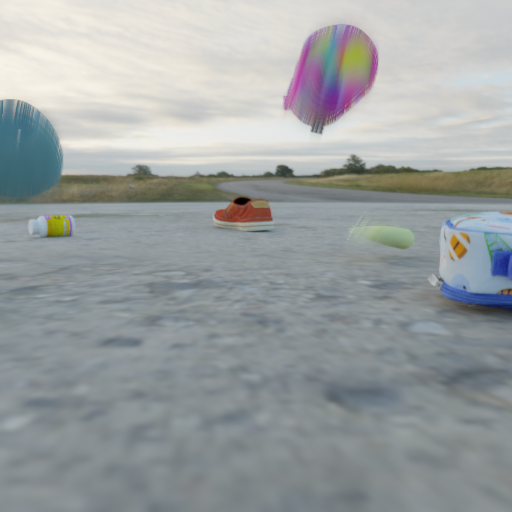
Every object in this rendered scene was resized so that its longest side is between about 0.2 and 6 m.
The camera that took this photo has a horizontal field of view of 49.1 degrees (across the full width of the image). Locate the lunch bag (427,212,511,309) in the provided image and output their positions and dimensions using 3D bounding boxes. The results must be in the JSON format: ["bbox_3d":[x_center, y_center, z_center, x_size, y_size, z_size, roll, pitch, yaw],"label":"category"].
[{"bbox_3d":[2.587,0.075,4.852,2.097,0.792,1.680,3,9,16],"label":"lunch bag"}]

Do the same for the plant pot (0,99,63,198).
[{"bbox_3d":[-3.198,-1.542,7.382,1.295,1.295,0.872,-3,-32,-26],"label":"plant pot"}]

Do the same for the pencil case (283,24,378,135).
[{"bbox_3d":[0.958,-2.374,7.784,1.079,1.079,2.441,0,4,-1],"label":"pencil case"}]

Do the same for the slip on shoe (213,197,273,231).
[{"bbox_3d":[-0.365,-1.135,14.841,1.049,0.867,2.832,-5,6,-23],"label":"slip on shoe"}]

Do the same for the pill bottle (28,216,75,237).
[{"bbox_3d":[-4.482,-0.642,12.273,0.897,0.468,0.468,-5,8,-37],"label":"pill bottle"}]

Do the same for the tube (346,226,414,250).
[{"bbox_3d":[1.901,-0.313,8.294,1.279,0.332,0.371,6,-40,-46],"label":"tube"}]
